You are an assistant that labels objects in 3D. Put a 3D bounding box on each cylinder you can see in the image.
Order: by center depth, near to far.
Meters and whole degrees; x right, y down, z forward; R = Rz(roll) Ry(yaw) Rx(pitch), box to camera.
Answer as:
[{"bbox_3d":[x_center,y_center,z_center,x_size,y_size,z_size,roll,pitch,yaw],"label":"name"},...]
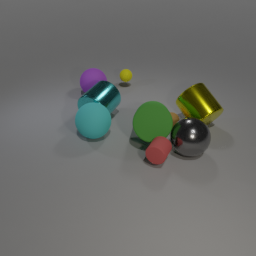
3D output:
[{"bbox_3d":[1.027,0.740,9.362,0.700,0.700,0.700,14,34,22],"label":"cylinder"},{"bbox_3d":[0.908,-0.266,10.377,1.400,1.400,1.400,3,9,4],"label":"cylinder"},{"bbox_3d":[2.887,-0.871,11.383,1.400,1.400,1.400,-20,67,-30],"label":"cylinder"},{"bbox_3d":[-1.226,-1.124,12.106,1.400,1.400,1.400,15,43,24],"label":"cylinder"}]

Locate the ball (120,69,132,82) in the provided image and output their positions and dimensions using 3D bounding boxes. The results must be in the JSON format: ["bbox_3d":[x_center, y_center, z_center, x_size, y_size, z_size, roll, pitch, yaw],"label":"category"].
[{"bbox_3d":[-0.112,-2.875,15.349,0.700,0.700,0.700,0,31,0],"label":"ball"}]

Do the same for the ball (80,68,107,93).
[{"bbox_3d":[-1.771,-2.365,14.398,1.400,1.400,1.400,0,31,0],"label":"ball"}]

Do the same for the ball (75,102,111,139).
[{"bbox_3d":[-1.346,-0.287,10.859,1.400,1.400,1.400,0,31,0],"label":"ball"}]

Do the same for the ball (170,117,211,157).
[{"bbox_3d":[2.195,0.318,9.876,1.400,1.400,1.400,0,31,0],"label":"ball"}]

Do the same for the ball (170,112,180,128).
[{"bbox_3d":[1.789,-0.304,11.610,0.700,0.700,0.700,0,31,0],"label":"ball"}]
